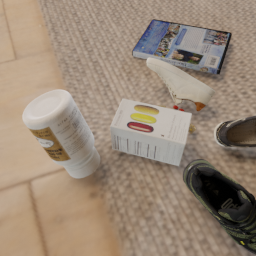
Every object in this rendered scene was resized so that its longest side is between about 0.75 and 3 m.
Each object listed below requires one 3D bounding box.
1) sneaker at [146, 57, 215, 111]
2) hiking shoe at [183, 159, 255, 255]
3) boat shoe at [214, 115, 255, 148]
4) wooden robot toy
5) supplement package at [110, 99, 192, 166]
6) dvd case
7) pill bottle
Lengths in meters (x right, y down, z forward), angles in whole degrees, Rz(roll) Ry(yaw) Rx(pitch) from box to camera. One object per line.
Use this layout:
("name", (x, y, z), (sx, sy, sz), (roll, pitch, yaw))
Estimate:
("sneaker", (1.285, -1.190, 7.793), (2.098, 0.764, 0.888), (33, 102, 11))
("hiking shoe", (2.125, 1.694, 5.373), (2.635, 1.327, 0.998), (39, 95, 10))
("boat shoe", (3.518, 0.018, 7.009), (2.580, 0.778, 0.953), (-4, 91, 2))
("wooden robot toy", (1.341, -0.334, 7.614), (1.182, 0.521, 0.536), (29, 20, 2))
("supplement package", (0.551, 0.099, 6.890), (1.755, 0.961, 0.998), (13, 53, 10))
("dvd case", (1.870, -2.857, 9.557), (2.940, 0.258, 2.097), (16, 54, 16))
("pill bottle", (-1.391, 0.212, 6.337), (1.112, 1.945, 1.112), (-15, 39, 12))
